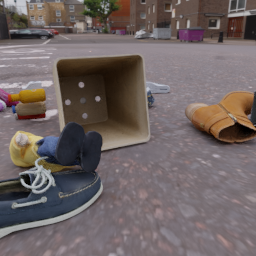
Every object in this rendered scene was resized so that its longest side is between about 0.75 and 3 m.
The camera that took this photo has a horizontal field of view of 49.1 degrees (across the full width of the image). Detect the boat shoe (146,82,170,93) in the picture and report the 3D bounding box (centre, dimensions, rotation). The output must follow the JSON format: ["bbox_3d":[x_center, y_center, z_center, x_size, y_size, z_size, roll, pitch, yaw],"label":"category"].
[{"bbox_3d":[1.272,-1.922,13.572,1.469,0.529,0.521,8,11,-8],"label":"boat shoe"}]

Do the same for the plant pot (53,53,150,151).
[{"bbox_3d":[-0.986,-0.741,8.067,2.389,2.391,2.117,-10,11,-25],"label":"plant pot"}]

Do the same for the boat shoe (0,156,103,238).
[{"bbox_3d":[-1.703,1.110,4.839,2.730,0.844,1.022,-10,23,-26],"label":"boat shoe"}]

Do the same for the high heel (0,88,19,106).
[{"bbox_3d":[-5.157,-1.231,11.811,0.956,0.671,1.992,35,-18,-29],"label":"high heel"}]

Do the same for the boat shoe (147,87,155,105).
[{"bbox_3d":[0.581,-1.055,10.858,0.517,0.663,1.460,-28,8,43],"label":"boat shoe"}]

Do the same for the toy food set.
[{"bbox_3d":[-3.566,-0.966,9.891,1.122,1.191,2.494,-8,19,-20],"label":"toy food set"}]

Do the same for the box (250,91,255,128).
[{"bbox_3d":[4.933,-0.402,8.166,2.179,1.355,1.619,18,27,37],"label":"box"}]

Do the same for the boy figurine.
[{"bbox_3d":[-1.686,0.476,5.984,1.696,0.879,2.728,25,-19,-38],"label":"boy figurine"}]

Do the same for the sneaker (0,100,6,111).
[{"bbox_3d":[-5.498,-0.857,10.576,1.490,0.540,0.850,8,25,19],"label":"sneaker"}]

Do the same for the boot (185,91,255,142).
[{"bbox_3d":[3.328,-0.302,8.560,2.716,1.001,2.101,-13,23,-9],"label":"boot"}]
